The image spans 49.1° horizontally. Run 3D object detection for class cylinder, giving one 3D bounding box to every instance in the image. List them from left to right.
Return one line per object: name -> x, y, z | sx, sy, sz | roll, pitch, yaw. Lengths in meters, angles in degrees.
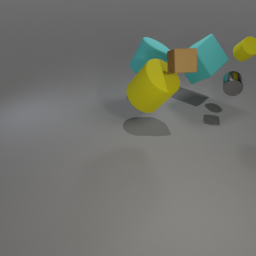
cylinder -> 0.982, -3.095, 12.541 | 1.400, 1.400, 1.400 | 22, 30, -14
cylinder -> 0.866, -1.463, 9.898 | 1.400, 1.400, 1.400 | 16, 55, -24
cylinder -> 3.915, -1.664, 10.481 | 0.700, 0.700, 0.700 | 7, 39, 12
cylinder -> 4.411, -2.935, 10.451 | 0.700, 0.700, 0.700 | -6, -7, -10

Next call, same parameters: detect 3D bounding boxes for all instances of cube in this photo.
cube -> 1.634, -2.029, 8.526 | 0.700, 0.700, 0.700 | -5, 10, -10
cube -> 3.299, -3.058, 12.575 | 1.400, 1.400, 1.400 | -42, 11, -24
